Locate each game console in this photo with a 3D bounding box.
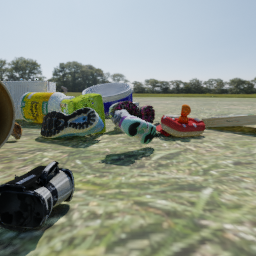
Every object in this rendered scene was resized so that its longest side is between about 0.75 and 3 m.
[{"bbox_3d":[0.904,0.155,9.107,0.811,0.559,0.941,-30,-4,21],"label":"game console"}]

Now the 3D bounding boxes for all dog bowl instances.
[{"bbox_3d":[-1.146,-1.703,16.104,2.834,1.116,2.834,-6,23,3],"label":"dog bowl"}]

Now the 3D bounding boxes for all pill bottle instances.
[{"bbox_3d":[-3.322,-0.855,11.896,2.344,1.322,1.322,4,9,22],"label":"pill bottle"}]

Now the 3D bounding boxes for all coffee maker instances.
[{"bbox_3d":[-1.129,0.793,3.230,0.809,0.567,0.842,-19,2,13],"label":"coffee maker"}]

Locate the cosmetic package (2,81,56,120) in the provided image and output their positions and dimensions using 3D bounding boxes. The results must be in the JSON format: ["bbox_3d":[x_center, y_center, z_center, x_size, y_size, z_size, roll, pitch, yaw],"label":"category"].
[{"bbox_3d":[-4.814,-1.372,13.768,2.200,1.814,1.815,0,7,-2],"label":"cosmetic package"}]

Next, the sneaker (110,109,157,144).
[{"bbox_3d":[0.069,-0.125,6.828,0.987,0.549,1.411,36,2,33],"label":"sneaker"}]

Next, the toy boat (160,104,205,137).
[{"bbox_3d":[1.728,-0.279,8.772,1.433,0.937,0.935,-3,19,-21],"label":"toy boat"}]

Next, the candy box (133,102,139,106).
[{"bbox_3d":[-0.250,-1.318,17.753,1.382,0.618,2.027,3,9,22],"label":"candy box"}]

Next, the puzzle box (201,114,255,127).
[{"bbox_3d":[4.379,-0.313,10.088,1.891,0.361,2.842,-5,1,-40],"label":"puzzle box"}]

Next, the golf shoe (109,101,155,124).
[{"bbox_3d":[-0.021,-0.484,10.895,1.223,0.964,2.655,0,-2,32],"label":"golf shoe"}]

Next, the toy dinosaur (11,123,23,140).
[{"bbox_3d":[-4.275,-0.512,7.511,2.951,1.567,0.891,44,-16,-29],"label":"toy dinosaur"}]

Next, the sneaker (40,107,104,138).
[{"bbox_3d":[-1.690,0.012,8.422,2.172,0.851,0.977,-3,-22,26],"label":"sneaker"}]

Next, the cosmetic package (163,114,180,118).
[{"bbox_3d":[1.751,-0.296,11.142,0.363,0.430,0.832,-5,8,-25],"label":"cosmetic package"}]

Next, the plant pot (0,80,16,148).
[{"bbox_3d":[-3.618,-0.184,6.147,1.940,1.940,2.081,-4,-4,-28],"label":"plant pot"}]

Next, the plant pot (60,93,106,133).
[{"bbox_3d":[-1.549,-0.450,9.355,1.178,1.298,1.292,-10,12,-24],"label":"plant pot"}]
